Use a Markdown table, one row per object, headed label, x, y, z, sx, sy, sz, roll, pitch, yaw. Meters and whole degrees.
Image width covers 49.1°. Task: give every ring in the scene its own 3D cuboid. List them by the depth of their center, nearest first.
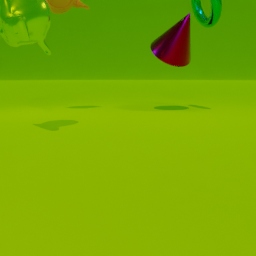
| label | x | y | z | sx | sy | sz | roll | pitch | yaw |
| --- | --- | --- | --- | --- | --- | --- | --- | --- | --- |
| ring | 2.615 | -4.230 | 9.448 | 0.332 | 1.659 | 1.659 | -20 | 14 | -8 |

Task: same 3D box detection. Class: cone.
| label | x | y | z | sx | sy | sz | roll | pitch | yaw |
| --- | --- | --- | --- | --- | --- | --- | --- | --- | --- |
| cone | 1.769 | -3.216 | 9.590 | 1.568 | 1.574 | 1.568 | 11 | 48 | -13 |

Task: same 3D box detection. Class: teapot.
| label | x | y | z | sx | sy | sz | roll | pitch | yaw |
| --- | --- | --- | --- | --- | --- | --- | --- | --- | --- |
| teapot | -2.227 | -4.349 | 9.152 | 1.972 | 1.226 | 0.965 | 16 | 16 | -29 |

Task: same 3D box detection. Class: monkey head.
| label | x | y | z | sx | sy | sz | roll | pitch | yaw |
| --- | --- | --- | --- | --- | --- | --- | --- | --- | --- |
| monkey head | -2.112 | -2.324 | 5.933 | 1.182 | 1.962 | 1.412 | -27 | 44 | -30 |
